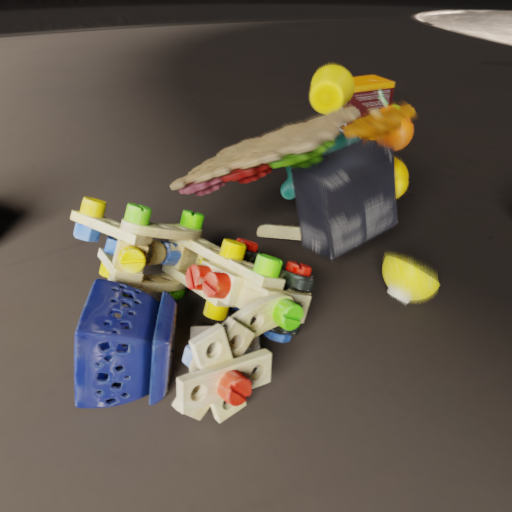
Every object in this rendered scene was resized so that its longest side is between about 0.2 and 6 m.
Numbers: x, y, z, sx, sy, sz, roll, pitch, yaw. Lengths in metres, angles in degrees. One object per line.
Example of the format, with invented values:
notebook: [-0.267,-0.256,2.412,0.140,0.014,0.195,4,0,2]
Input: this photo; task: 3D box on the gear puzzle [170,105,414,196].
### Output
gear puzzle: [0.561,-1.479,7.839,3.512,0.460,1.819,-10,23,36]

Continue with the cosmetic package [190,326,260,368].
cosmetic package: [-0.412,1.220,7.511,0.926,0.376,0.523,-3,29,-4]

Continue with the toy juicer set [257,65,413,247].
toy juicer set: [1.449,-1.362,9.466,2.069,3.252,0.885,23,37,3]

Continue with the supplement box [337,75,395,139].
supplement box: [2.892,-4.130,15.598,1.455,1.475,0.979,-14,33,-22]

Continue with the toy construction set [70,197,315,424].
toy construction set: [-0.756,0.415,7.444,2.495,1.753,3.805,10,25,-40]

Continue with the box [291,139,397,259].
box: [1.387,-0.902,8.602,1.445,1.316,0.752,-26,34,-25]

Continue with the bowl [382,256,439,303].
bowl: [2.298,0.433,8.651,0.910,0.490,0.910,30,0,0]

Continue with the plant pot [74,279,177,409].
plant pot: [-1.581,1.102,6.963,1.090,1.212,1.212,5,30,-6]
